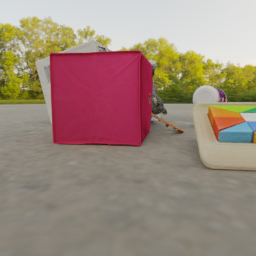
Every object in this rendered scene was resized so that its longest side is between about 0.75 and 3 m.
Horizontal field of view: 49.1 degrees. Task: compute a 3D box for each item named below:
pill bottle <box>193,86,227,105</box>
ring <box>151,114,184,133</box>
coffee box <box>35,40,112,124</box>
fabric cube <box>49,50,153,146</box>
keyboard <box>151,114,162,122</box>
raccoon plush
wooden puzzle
[{"bbox_3d":[3.469,-1.174,11.631,1.030,1.030,1.831,4,4,34],"label":"pill bottle"},{"bbox_3d":[1.310,-0.219,10.339,1.656,0.159,1.656,28,7,-4],"label":"ring"},{"bbox_3d":[-2.027,-2.001,13.294,2.955,2.959,2.926,-14,1,16],"label":"coffee box"},{"bbox_3d":[-0.638,-0.923,8.595,2.587,2.538,2.579,2,7,9],"label":"fabric cube"},{"bbox_3d":[1.002,-1.289,13.941,0.749,0.142,2.662,8,44,-24],"label":"keyboard"},{"bbox_3d":[1.058,-1.786,12.084,1.887,2.816,1.362,12,-7,43],"label":"raccoon plush"},{"bbox_3d":[2.833,-0.046,6.059,2.693,0.542,2.911,1,24,9],"label":"wooden puzzle"}]
